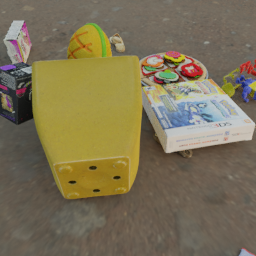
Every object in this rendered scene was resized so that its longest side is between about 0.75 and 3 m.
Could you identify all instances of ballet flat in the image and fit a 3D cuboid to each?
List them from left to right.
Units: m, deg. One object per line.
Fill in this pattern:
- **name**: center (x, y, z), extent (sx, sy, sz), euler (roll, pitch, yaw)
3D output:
- **ballet flat**: center (1.299, 0.434, 8.180), extent (1.340, 0.311, 0.451), euler (33, 53, 30)

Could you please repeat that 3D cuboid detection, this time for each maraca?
- **maraca**: center (-1.219, -1.990, 8.707), extent (1.283, 2.399, 1.645), euler (-7, 21, -38)

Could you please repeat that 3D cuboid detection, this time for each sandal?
- **sandal**: center (-0.465, -3.993, 12.641), extent (0.555, 0.498, 1.515), euler (-12, 45, -12)

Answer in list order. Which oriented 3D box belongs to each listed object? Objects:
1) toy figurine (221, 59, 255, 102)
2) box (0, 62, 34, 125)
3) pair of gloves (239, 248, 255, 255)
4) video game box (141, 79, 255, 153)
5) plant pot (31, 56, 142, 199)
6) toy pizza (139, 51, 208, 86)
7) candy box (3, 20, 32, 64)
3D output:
- **toy figurine**: center (4.280, -1.454, 9.637), extent (2.139, 1.128, 1.281), euler (-30, 57, -26)
- **box**: center (-2.894, -0.931, 7.534), extent (0.749, 1.411, 0.863), euler (27, 34, 21)
- **pair of gloves**: center (2.490, 3.083, 5.544), extent (1.435, 0.163, 1.154), euler (33, 52, 28)
- **video game box**: center (1.983, -0.522, 8.719), extent (2.595, 0.667, 2.848), euler (-7, 38, -11)
- **plant pot**: center (-0.872, 0.149, 6.918), extent (2.637, 2.655, 2.716), euler (-5, 49, -5)
- **toy pizza**: center (1.687, -2.316, 10.927), extent (2.859, 0.453, 2.859), euler (0, 44, 0)
- **candy box**: center (-4.535, -3.525, 11.640), extent (0.543, 1.213, 1.779), euler (-3, 45, -3)
